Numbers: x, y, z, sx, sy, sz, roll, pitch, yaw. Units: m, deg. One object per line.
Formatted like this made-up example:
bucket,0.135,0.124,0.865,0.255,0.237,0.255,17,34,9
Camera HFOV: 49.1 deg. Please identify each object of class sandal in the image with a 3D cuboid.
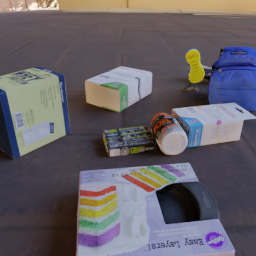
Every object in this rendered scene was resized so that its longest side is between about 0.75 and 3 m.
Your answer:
sandal,2.132,-2.046,9.002,0.531,1.335,0.581,-11,44,9

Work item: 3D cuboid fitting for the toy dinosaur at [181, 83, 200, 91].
toy dinosaur,2.632,-1.729,11.979,0.793,0.305,0.406,-5,22,-15

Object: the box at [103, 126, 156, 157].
box,0.014,0.362,8.094,1.354,0.300,1.085,-6,28,-12

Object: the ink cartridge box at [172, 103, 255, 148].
ink cartridge box,2.558,-0.137,8.543,2.182,0.740,1.256,-7,29,-13

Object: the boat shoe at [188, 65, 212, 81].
boat shoe,3.948,-2.317,12.917,2.395,0.870,0.751,12,73,10

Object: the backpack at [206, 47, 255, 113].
backpack,3.847,-1.731,10.156,2.023,2.089,2.490,0,31,22

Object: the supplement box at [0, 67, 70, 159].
supplement box,-2.874,-0.520,7.997,1.294,1.928,1.926,22,35,35

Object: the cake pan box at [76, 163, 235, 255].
cake pan box,0.359,1.666,5.305,2.609,0.682,2.403,-3,31,-5

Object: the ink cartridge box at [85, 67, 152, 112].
ink cartridge box,-0.303,-1.610,11.042,1.663,0.960,2.276,19,34,31

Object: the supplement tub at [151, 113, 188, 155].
supplement tub,1.128,0.120,8.008,0.804,0.804,1.313,-5,28,-10
